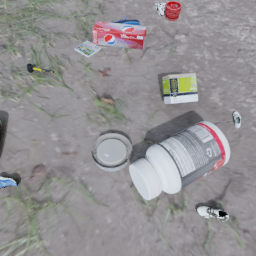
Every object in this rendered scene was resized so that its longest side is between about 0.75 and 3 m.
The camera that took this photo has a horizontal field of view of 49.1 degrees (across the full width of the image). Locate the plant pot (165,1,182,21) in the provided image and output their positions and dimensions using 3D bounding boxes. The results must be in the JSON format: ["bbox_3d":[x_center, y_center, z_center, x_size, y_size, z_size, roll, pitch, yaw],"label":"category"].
[{"bbox_3d":[2.321,-6.016,14.477,0.812,0.739,0.812,0,51,0],"label":"plant pot"}]

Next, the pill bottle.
[{"bbox_3d":[1.508,0.998,8.438,2.802,1.551,1.551,-24,56,-18],"label":"pill bottle"}]

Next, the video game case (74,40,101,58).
[{"bbox_3d":[-1.871,-3.685,13.054,0.929,0.102,0.847,34,59,23],"label":"video game case"}]

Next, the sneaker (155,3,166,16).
[{"bbox_3d":[1.908,-6.397,14.979,0.671,0.411,1.031,-16,43,-2],"label":"sneaker"}]

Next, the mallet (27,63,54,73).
[{"bbox_3d":[-3.771,-2.466,12.062,1.148,0.378,0.236,13,52,-8],"label":"mallet"}]

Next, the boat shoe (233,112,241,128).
[{"bbox_3d":[4.062,-0.353,10.336,0.280,0.254,0.762,4,52,3],"label":"boat shoe"}]

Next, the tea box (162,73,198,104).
[{"bbox_3d":[1.834,-1.393,9.890,1.024,0.684,1.007,-6,96,-12],"label":"tea box"}]

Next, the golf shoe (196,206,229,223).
[{"bbox_3d":[2.438,2.410,8.061,0.914,0.432,0.355,12,54,11],"label":"golf shoe"}]

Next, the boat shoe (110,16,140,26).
[{"bbox_3d":[-0.310,-5.146,13.781,1.780,0.749,0.611,-9,63,-10],"label":"boat shoe"}]

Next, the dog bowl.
[{"bbox_3d":[-0.537,0.836,9.311,1.370,0.402,1.370,0,52,0],"label":"dog bowl"}]

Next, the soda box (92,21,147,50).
[{"bbox_3d":[-0.397,-4.356,13.149,2.451,0.777,0.858,8,52,6],"label":"soda box"}]

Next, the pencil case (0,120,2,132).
[{"bbox_3d":[-4.802,0.538,9.285,0.895,0.778,2.000,3,51,-16],"label":"pencil case"}]

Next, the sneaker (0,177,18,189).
[{"bbox_3d":[-3.796,1.747,8.699,0.805,0.316,0.359,5,62,12],"label":"sneaker"}]
